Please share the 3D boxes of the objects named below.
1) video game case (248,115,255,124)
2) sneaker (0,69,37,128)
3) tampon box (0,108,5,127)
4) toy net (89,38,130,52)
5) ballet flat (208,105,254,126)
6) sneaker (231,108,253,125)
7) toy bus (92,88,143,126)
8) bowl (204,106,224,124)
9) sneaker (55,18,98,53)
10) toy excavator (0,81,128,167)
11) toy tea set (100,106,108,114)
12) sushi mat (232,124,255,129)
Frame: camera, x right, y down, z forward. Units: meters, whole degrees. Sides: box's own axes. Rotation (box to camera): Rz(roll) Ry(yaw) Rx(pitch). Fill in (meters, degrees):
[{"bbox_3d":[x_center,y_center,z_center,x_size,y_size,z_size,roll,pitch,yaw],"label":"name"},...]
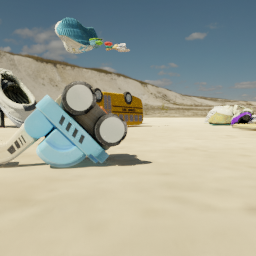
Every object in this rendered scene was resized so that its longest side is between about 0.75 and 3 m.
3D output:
[{"bbox_3d":[4.672,-0.181,7.998,2.175,0.249,1.979,4,1,3],"label":"video game case"},{"bbox_3d":[-3.615,-1.280,8.057,2.946,1.043,1.076,38,44,8],"label":"sneaker"},{"bbox_3d":[-5.151,-0.726,9.311,1.651,1.391,2.204,-2,3,-32],"label":"tampon box"},{"bbox_3d":[-0.490,-2.571,8.596,1.335,0.258,0.700,-2,-1,-30],"label":"toy net"},{"bbox_3d":[4.179,-0.532,11.261,2.436,0.861,0.861,-2,3,-29],"label":"ballet flat"},{"bbox_3d":[3.363,-0.170,8.439,0.343,0.491,0.987,21,-26,3],"label":"sneaker"},{"bbox_3d":[-0.661,-0.620,9.190,0.959,1.154,2.948,-2,1,35],"label":"toy bus"},{"bbox_3d":[4.582,-0.626,13.538,1.780,0.835,1.780,0,3,0],"label":"bowl"},{"bbox_3d":[-2.022,-3.345,10.655,1.128,1.069,2.793,-21,2,18],"label":"sneaker"},{"bbox_3d":[-0.691,0.060,2.175,1.027,1.056,0.528,45,-10,-13],"label":"toy excavator"},{"bbox_3d":[-1.046,-0.121,7.508,0.992,0.617,1.668,-31,15,-14],"label":"toy tea set"},{"bbox_3d":[3.936,0.007,6.854,1.233,0.156,2.578,0,3,-25],"label":"sushi mat"}]
